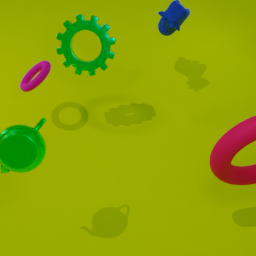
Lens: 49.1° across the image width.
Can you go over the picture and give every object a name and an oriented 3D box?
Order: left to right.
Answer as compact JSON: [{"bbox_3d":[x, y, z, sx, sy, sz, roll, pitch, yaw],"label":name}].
[{"bbox_3d":[-1.860,0.358,4.865,0.839,0.660,1.349,39,95,-14],"label":"teapot"},{"bbox_3d":[-2.487,-1.398,7.523,1.055,0.211,1.055,-25,41,24],"label":"ring"},{"bbox_3d":[-1.027,-2.031,6.929,1.438,1.438,0.266,-1,21,-1],"label":"gear"},{"bbox_3d":[1.244,-3.119,8.147,0.766,1.395,1.373,39,59,-4],"label":"cow figurine"},{"bbox_3d":[2.470,0.434,5.189,1.938,1.938,0.388,-7,47,-5],"label":"ring"}]
